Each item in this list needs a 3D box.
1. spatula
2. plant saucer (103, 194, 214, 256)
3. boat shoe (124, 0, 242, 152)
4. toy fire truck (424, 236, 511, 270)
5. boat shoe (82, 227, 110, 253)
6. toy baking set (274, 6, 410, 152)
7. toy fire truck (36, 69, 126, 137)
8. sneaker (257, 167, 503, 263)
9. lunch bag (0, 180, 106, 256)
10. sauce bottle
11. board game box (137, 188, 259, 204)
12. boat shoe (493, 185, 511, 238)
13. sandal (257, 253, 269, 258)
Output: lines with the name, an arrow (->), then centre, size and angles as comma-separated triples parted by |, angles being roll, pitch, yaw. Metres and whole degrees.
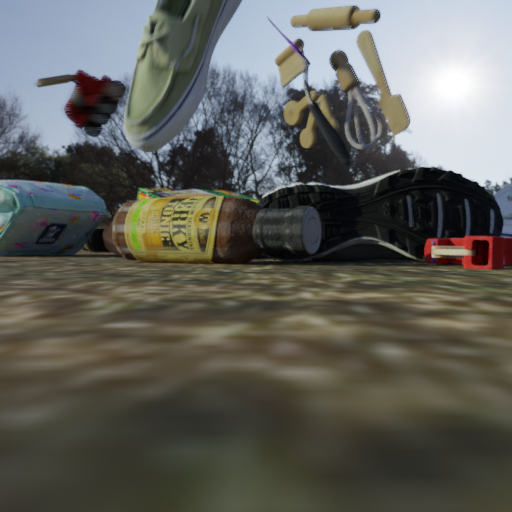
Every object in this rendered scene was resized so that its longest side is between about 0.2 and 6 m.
spatula -> 0.928, -2.768, 9.396 | 0.296, 2.876, 0.813 | -26, -12, 21
plant saucer -> -1.528, -0.636, 10.009 | 2.430, 0.392, 2.430 | -7, 23, 3
boat shoe -> -1.129, -2.923, 7.572 | 1.095, 3.042, 0.944 | 22, -3, 32
toy fire truck -> 1.973, -0.035, 5.321 | 0.835, 0.288, 1.184 | -1, 1, -31
boat shoe -> -3.854, -0.451, 14.609 | 0.736, 0.754, 1.994 | -3, -1, 31
toy baking set -> 1.446, -3.024, 9.600 | 0.363, 2.397, 3.122 | -15, 20, -36
toy fire truck -> -3.509, -3.112, 10.983 | 1.433, 0.922, 1.262 | 31, -38, -22
sneaker -> 1.432, -0.432, 6.802 | 2.924, 1.081, 1.159 | 0, -3, 9
lunch bag -> -4.126, -0.682, 10.034 | 2.317, 1.413, 1.973 | -6, -3, 32
sauce bottle -> -0.465, -0.285, 6.056 | 2.362, 0.764, 0.764 | 0, 1, 29
board game box -> -0.402, -0.853, 12.207 | 2.598, 0.582, 4.959 | 0, 14, -37
boat shoe -> 3.892, -0.567, 8.617 | 1.179, 1.070, 3.205 | -1, 6, -43
sandal -> -0.138, -0.253, 8.439 | 0.816, 0.587, 2.056 | 0, 1, 16
